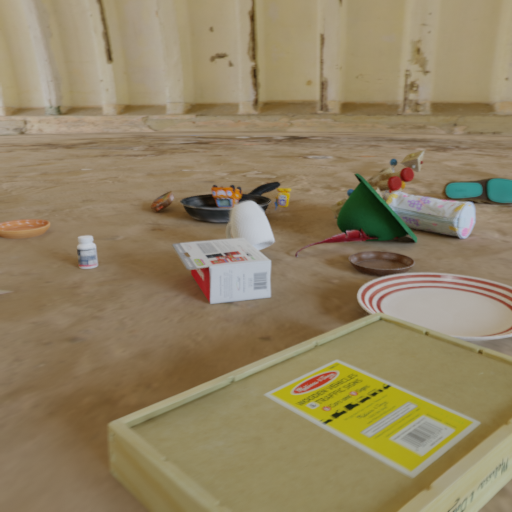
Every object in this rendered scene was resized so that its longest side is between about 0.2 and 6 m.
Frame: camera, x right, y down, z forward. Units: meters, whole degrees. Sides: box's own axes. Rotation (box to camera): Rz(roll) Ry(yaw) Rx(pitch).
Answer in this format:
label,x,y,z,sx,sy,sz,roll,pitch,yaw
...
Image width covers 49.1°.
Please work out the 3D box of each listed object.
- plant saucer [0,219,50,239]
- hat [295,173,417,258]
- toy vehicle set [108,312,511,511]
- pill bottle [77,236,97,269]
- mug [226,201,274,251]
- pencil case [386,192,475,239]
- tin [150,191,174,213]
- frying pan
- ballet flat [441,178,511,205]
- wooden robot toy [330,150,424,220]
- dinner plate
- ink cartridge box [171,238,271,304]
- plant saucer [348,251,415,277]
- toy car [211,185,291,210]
label,x,y,z,sx,sy,sz,roll,pitch,yaw
plant saucer,-5.564,-0.635,13.328,1.264,0.237,1.264,-1,17,0
hat,2.088,-0.498,12.614,2.396,2.109,1.985,41,13,-32
toy vehicle set,0.951,1.559,5.233,3.871,0.513,2.405,-14,21,-39
pill bottle,-3.241,-0.075,10.724,0.354,0.592,0.354,-2,14,0
mug,-0.229,-0.557,11.571,1.066,0.935,0.787,-27,-13,40
pencil case,4.116,-1.002,13.397,2.103,0.874,0.954,16,4,41
tin,-2.659,-1.544,15.989,0.613,0.229,1.094,-29,19,13
frying pan,-0.700,-1.544,15.762,2.433,0.655,4.023,2,15,8
ballet flat,6.911,-1.916,17.079,2.467,0.837,0.892,-1,-3,10
wooden robot toy,3.449,-1.462,14.502,2.988,1.356,1.316,-36,19,-17
dinner plate,2.830,0.773,8.342,2.629,0.319,2.629,0,15,0
ink cartridge box,-0.645,0.226,9.569,1.388,0.663,1.580,-5,17,-16
plant saucer,2.371,0.162,10.633,1.227,0.211,1.227,-1,17,0
toy car,-0.121,-1.562,15.519,2.225,0.740,1.091,2,2,-1
